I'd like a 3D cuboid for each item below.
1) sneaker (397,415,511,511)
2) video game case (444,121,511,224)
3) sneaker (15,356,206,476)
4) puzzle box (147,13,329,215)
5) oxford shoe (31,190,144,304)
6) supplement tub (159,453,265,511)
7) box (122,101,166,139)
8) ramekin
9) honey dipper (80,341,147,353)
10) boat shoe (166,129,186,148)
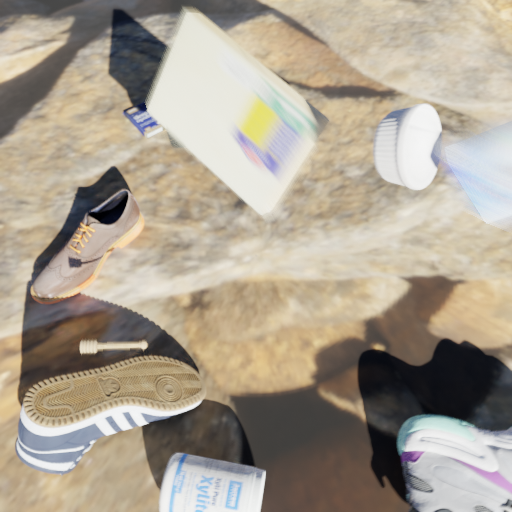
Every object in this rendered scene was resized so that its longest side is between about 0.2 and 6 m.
[{"bbox_3d":[3.267,3.184,7.253,2.746,1.067,1.921,-1,55,11],"label":"sneaker"},{"bbox_3d":[2.720,-0.905,5.835,1.082,1.193,0.271,-22,48,30],"label":"video game case"},{"bbox_3d":[-2.086,2.278,8.012,2.650,1.438,0.929,0,44,-38],"label":"sneaker"},{"bbox_3d":[-0.355,-1.979,7.907,2.494,1.659,0.317,44,36,13],"label":"puzzle box"},{"bbox_3d":[-2.981,-0.227,9.687,0.877,0.897,2.461,27,59,18],"label":"oxford shoe"},{"bbox_3d":[-0.563,3.110,7.352,1.256,0.829,0.829,8,55,6],"label":"supplement tub"},{"bbox_3d":[-2.392,-2.999,12.127,0.641,0.171,1.058,-33,59,-21],"label":"box"},{"bbox_3d":[1.591,-1.155,5.931,0.410,0.879,0.879,12,50,41],"label":"ramekin"},{"bbox_3d":[-1.803,1.138,7.111,0.822,0.156,0.156,-2,54,-8],"label":"honey dipper"},{"bbox_3d":[-0.485,-2.078,9.173,2.021,0.694,0.572,-6,73,-13],"label":"boat shoe"}]
